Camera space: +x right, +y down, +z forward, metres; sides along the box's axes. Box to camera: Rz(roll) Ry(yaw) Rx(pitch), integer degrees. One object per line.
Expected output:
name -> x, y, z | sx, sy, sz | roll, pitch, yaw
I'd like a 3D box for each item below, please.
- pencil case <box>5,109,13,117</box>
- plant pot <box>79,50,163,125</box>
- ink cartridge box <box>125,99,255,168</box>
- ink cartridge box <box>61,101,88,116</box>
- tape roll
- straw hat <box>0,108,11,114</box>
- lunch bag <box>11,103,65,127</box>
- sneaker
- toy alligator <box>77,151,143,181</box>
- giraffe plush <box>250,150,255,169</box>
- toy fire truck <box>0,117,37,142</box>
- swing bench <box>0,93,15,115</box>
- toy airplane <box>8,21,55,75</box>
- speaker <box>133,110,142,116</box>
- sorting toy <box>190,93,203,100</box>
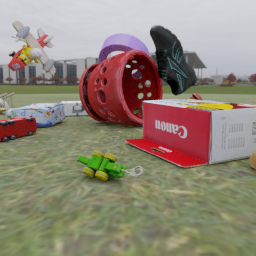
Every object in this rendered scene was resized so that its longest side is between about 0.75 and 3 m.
pencil case -> -5.417, -0.704, 13.584 | 1.084, 0.451, 0.492 | 5, -4, 26
plant pot -> -0.383, -1.484, 11.360 | 2.597, 2.852, 2.852 | -4, 4, 38
ink cartridge box -> 1.545, -0.048, 6.994 | 2.455, 1.173, 2.796 | -5, 11, -27
ink cartridge box -> -2.652, -1.061, 14.957 | 1.700, 0.715, 1.241 | -3, 9, -16
tape roll -> -0.169, -3.054, 12.264 | 2.151, 0.706, 2.151 | 12, -30, 7
straw hat -> -5.277, -0.380, 10.676 | 1.658, 0.702, 1.658 | 0, 7, 0
lunch bag -> -3.650, -0.555, 11.478 | 1.771, 0.835, 2.210 | -1, 10, 8
sneaker -> 1.613, -2.561, 10.791 | 1.146, 2.892, 1.090 | -42, 21, -13
toy alligator -> -0.285, 0.713, 4.786 | 1.469, 0.436, 0.399 | 7, -29, 37
giraffe plush -> 3.188, 0.120, 5.049 | 1.771, 1.436, 1.528 | -5, 10, -27
toy fire truck -> -4.129, 0.029, 8.449 | 1.657, 0.573, 2.349 | 3, 9, 21
swing bench -> -7.261, -1.301, 15.387 | 1.768, 1.147, 1.758 | -7, 10, -8
toy airplane -> -3.208, -2.696, 9.712 | 1.676, 1.669, 1.183 | 0, 22, -37
speaker -> 0.858, -1.006, 14.322 | 0.839, 0.839, 1.897 | 4, 10, 25
sorting toy -> 3.331, -0.823, 12.944 | 0.693, 1.015, 1.689 | -33, 54, 2
